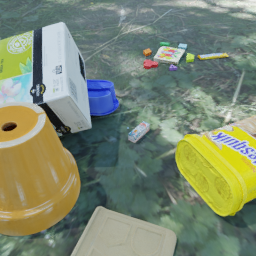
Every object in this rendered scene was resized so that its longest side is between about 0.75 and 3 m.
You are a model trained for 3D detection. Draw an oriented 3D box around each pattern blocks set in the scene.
[{"bbox_3d":[1.974,-3.565,13.665,2.488,0.229,2.831,5,40,6],"label":"pattern blocks set"}]

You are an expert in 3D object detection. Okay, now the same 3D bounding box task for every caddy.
[{"bbox_3d":[-1.271,-1.006,9.992,1.875,0.984,1.326,3,39,7],"label":"caddy"}]

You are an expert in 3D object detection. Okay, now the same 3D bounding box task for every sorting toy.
[{"bbox_3d":[-0.249,3.020,5.710,2.002,0.360,2.687,17,42,12],"label":"sorting toy"}]

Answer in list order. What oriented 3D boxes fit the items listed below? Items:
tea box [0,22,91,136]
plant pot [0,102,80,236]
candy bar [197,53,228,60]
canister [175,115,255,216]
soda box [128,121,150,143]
[{"bbox_3d":[-2.782,-1.252,8.486,2.748,1.867,2.794,-15,60,6],"label":"tea box"},{"bbox_3d":[-2.589,0.784,6.743,2.602,2.382,2.602,0,40,0],"label":"plant pot"},{"bbox_3d":[4.117,-3.490,13.628,1.526,0.169,0.380,-7,40,-9],"label":"candy bar"},{"bbox_3d":[3.157,0.797,7.624,2.994,1.296,2.224,-17,43,-22],"label":"canister"},{"bbox_3d":[0.368,0.126,9.179,0.268,0.289,0.844,26,46,28],"label":"soda box"}]
